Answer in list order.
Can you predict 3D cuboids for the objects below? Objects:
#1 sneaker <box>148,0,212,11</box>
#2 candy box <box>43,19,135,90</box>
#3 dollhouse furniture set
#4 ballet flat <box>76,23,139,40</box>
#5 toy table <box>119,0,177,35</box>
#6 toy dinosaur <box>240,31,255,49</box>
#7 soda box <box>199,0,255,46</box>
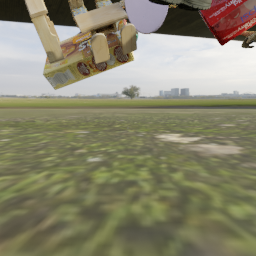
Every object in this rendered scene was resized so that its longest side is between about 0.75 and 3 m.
[{"bbox_3d":[1.093,-2.662,5.383,1.548,0.702,0.588,-6,22,-37],"label":"sneaker"},{"bbox_3d":[-1.243,-2.383,8.891,2.770,1.599,0.766,-17,-42,13],"label":"candy box"},{"bbox_3d":[-1.240,-2.912,7.305,2.363,2.170,1.538,-21,-33,-8],"label":"dollhouse furniture set"},{"bbox_3d":[-0.976,-3.413,10.379,2.719,0.993,0.993,-13,7,-11],"label":"ballet flat"},{"bbox_3d":[0.538,-3.577,7.900,1.717,1.867,1.094,12,12,4],"label":"toy table"},{"bbox_3d":[3.244,-2.039,6.157,1.473,0.848,2.913,-44,22,-18],"label":"toy dinosaur"},{"bbox_3d":[3.153,-3.294,6.617,2.845,0.996,0.902,-32,-35,22],"label":"soda box"}]
